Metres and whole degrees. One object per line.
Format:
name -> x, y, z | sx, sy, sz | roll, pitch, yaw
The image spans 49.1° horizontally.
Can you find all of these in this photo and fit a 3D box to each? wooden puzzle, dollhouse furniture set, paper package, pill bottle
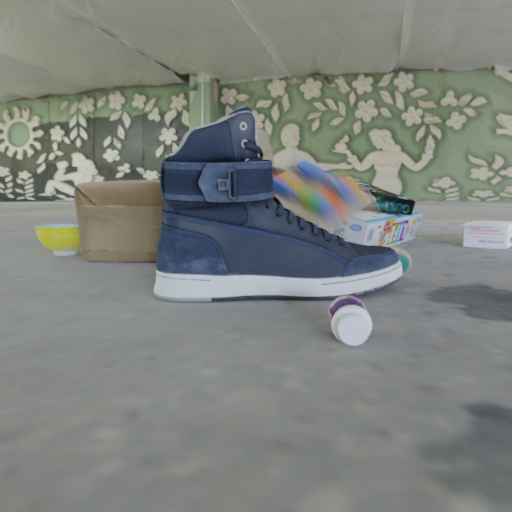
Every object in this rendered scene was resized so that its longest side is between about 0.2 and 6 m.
wooden puzzle -> 1.113, -1.251, 10.550 | 1.753, 0.438, 1.893 | 31, 39, 28
dollhouse furniture set -> -0.071, -2.442, 14.387 | 1.514, 2.161, 1.523 | -38, 48, -20
paper package -> -1.867, -0.817, 11.708 | 2.898, 1.573, 3.040 | 1, 8, 5
pill bottle -> 0.884, 0.617, 5.272 | 0.372, 0.372, 0.668 | 0, 7, 3

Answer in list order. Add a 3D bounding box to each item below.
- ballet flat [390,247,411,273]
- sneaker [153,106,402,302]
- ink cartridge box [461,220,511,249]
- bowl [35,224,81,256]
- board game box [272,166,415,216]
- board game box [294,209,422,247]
ballet flat -> 1.552, 0.054, 8.613 | 1.598, 0.555, 0.555 | 1, 7, -2
sneaker -> 0.389, -0.689, 7.422 | 3.427, 2.476, 1.303 | 0, 5, -14
ink cartridge box -> 5.462, -0.500, 13.137 | 0.992, 0.570, 1.693 | 5, 9, 33
bowl -> -3.977, -0.333, 11.663 | 1.154, 0.621, 1.154 | -1, 7, 0
board game box -> 1.929, -1.522, 13.114 | 2.972, 0.418, 2.010 | 5, 16, -27
board game box -> 2.026, -1.001, 13.622 | 2.915, 0.742, 4.336 | 21, 16, 27
